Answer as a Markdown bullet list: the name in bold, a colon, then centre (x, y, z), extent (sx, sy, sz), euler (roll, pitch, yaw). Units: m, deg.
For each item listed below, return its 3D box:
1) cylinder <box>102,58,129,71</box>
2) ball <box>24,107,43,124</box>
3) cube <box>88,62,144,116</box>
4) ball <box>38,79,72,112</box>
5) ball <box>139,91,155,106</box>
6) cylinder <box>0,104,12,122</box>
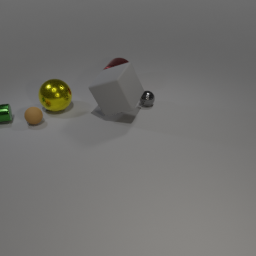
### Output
- **cylinder**: centre (-0.548, -2.625, 13.952), extent (1.400, 1.400, 1.400), euler (7, 32, 11)
- **ball**: centre (-3.738, -0.494, 11.097), extent (0.700, 0.700, 0.700), euler (0, 31, 0)
- **cube**: centre (-0.417, -1.520, 11.027), extent (1.400, 1.400, 1.400), euler (-9, 34, 32)
- **ball**: centre (-3.099, -1.395, 11.954), extent (1.400, 1.400, 1.400), euler (0, 31, 0)
- **ball**: centre (0.849, -1.317, 12.487), extent (0.700, 0.700, 0.700), euler (0, 31, 0)
- **cylinder**: centre (-5.063, -0.589, 11.171), extent (0.700, 0.700, 0.700), euler (-8, 32, -13)
